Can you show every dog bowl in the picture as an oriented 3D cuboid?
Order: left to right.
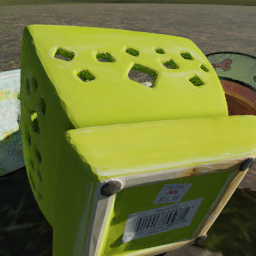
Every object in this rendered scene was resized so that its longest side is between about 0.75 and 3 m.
[{"bbox_3d":[2.486,-0.553,6.705,2.549,2.549,0.940,20,67,32],"label":"dog bowl"}]

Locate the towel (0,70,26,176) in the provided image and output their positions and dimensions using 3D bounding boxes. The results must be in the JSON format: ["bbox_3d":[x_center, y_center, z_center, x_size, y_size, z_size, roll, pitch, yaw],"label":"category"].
[{"bbox_3d":[-2.821,0.099,5.565,2.597,2.223,0.625,-23,42,-36],"label":"towel"}]

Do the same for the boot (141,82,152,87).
[{"bbox_3d":[1.138,-1.219,9.676,1.721,0.620,1.331,-9,24,-25],"label":"boot"}]

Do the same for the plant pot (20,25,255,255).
[{"bbox_3d":[-0.018,0.350,4.294,2.865,2.851,2.600,-5,41,-24],"label":"plant pot"}]

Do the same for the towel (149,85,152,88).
[{"bbox_3d":[0.730,-0.704,6.707,1.889,0.326,1.818,-33,22,10],"label":"towel"}]

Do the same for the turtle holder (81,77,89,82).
[{"bbox_3d":[-1.018,-1.263,9.088,1.113,0.791,0.846,18,59,-18],"label":"turtle holder"}]
